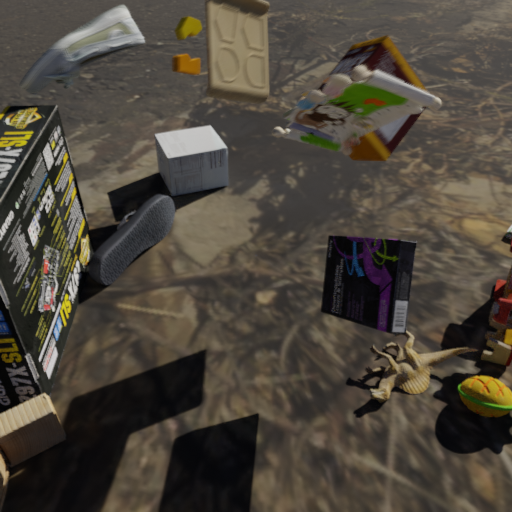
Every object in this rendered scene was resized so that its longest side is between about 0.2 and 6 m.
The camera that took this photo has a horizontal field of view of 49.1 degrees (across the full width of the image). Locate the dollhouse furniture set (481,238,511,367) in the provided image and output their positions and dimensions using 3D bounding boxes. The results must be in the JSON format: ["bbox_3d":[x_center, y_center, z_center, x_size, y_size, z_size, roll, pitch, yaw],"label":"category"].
[{"bbox_3d":[4.477,0.714,9.268,0.909,1.203,2.235,16,40,20],"label":"dollhouse furniture set"}]

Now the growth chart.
[{"bbox_3d":[1.244,-1.912,7.640,1.717,0.210,2.373,5,-9,-26],"label":"growth chart"}]

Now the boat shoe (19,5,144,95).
[{"bbox_3d":[-3.043,-3.501,9.841,2.378,0.762,0.876,-44,22,-23],"label":"boat shoe"}]

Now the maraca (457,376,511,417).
[{"bbox_3d":[3.426,2.049,8.049,1.026,0.549,0.703,13,15,10],"label":"maraca"}]

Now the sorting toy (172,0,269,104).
[{"bbox_3d":[-0.693,-4.371,11.591,0.390,2.168,2.910,10,13,36],"label":"sorting toy"}]

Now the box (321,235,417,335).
[{"bbox_3d":[1.458,0.330,7.582,0.296,1.174,1.642,5,1,-24],"label":"box"}]

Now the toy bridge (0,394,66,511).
[{"bbox_3d":[-2.183,3.660,5.835,1.692,0.685,5.033,-23,43,-23],"label":"toy bridge"}]

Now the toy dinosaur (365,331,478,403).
[{"bbox_3d":[2.396,1.670,8.728,1.887,0.549,0.954,-23,58,-16],"label":"toy dinosaur"}]

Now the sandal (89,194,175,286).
[{"bbox_3d":[-2.447,-0.464,10.990,0.547,0.972,2.555,19,41,21],"label":"sandal"}]

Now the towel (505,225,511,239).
[{"bbox_3d":[6.078,-0.422,11.604,1.468,0.172,1.119,26,43,30],"label":"towel"}]

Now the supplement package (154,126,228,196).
[{"bbox_3d":[-1.537,-2.277,13.311,1.405,1.033,1.344,-13,39,-16],"label":"supplement package"}]

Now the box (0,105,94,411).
[{"bbox_3d":[-3.624,-0.151,8.805,0.974,3.151,3.946,-2,38,-2],"label":"box"}]

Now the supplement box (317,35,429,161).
[{"bbox_3d":[1.812,-2.478,8.989,1.356,1.338,0.900,-52,27,-9],"label":"supplement box"}]
